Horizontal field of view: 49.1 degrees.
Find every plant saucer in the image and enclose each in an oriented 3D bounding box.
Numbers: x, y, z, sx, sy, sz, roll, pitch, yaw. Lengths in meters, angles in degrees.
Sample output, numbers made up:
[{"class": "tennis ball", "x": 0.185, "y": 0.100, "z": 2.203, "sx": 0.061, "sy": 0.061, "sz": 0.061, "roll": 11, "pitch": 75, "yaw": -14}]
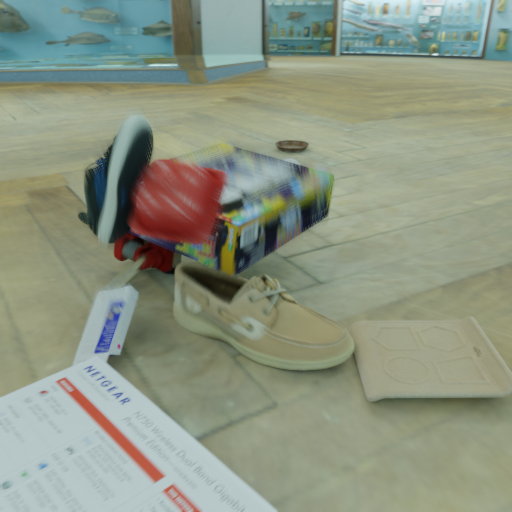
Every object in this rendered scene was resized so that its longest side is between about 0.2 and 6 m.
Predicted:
[{"class": "plant saucer", "x": 1.152, "y": -3.510, "z": 18.026, "sx": 1.090, "sy": 0.199, "sz": 1.090, "roll": -1, "pitch": 25, "yaw": 0}]

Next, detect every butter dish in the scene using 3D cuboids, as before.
[{"class": "butter dish", "x": -1.157, "y": -0.894, "z": 7.733, "sx": 1.214, "sy": 0.898, "sz": 1.211, "roll": 11, "pitch": 70, "yaw": 14}]

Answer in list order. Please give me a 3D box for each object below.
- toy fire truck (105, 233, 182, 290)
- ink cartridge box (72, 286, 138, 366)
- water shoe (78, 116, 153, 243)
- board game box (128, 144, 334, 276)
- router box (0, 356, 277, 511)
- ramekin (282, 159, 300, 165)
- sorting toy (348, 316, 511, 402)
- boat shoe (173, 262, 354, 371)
[{"class": "toy fire truck", "x": -2.130, "y": 0.054, "z": 9.758, "sx": 1.189, "sy": 0.869, "sz": 1.351, "roll": 23, "pitch": 24, "yaw": 30}, {"class": "ink cartridge box", "x": -2.072, "y": 1.029, "z": 7.698, "sx": 0.613, "sy": 0.240, "sz": 1.295, "roll": -11, "pitch": 47, "yaw": 26}, {"class": "water shoe", "x": -2.079, "y": -1.107, "z": 7.860, "sx": 0.807, "sy": 2.046, "sz": 0.732, "roll": 32, "pitch": 33, "yaw": 13}, {"class": "board game box", "x": -0.531, "y": -0.982, "z": 9.792, "sx": 2.640, "sy": 0.905, "sz": 3.193, "roll": 20, "pitch": 30, "yaw": 28}, {"class": "router box", "x": -1.767, "y": 2.442, "z": 4.487, "sx": 3.070, "sy": 0.836, "sz": 3.421, "roll": -21, "pitch": 32, "yaw": -38}, {"class": "ramekin", "x": 0.836, "y": -2.088, "z": 14.386, "sx": 0.755, "sy": 0.755, "sz": 0.352, "roll": -5, "pitch": 38, "yaw": -11}, {"class": "sorting toy", "x": 2.243, "y": 1.379, "z": 7.472, "sx": 1.805, "sy": 0.329, "sz": 1.671, "roll": -4, "pitch": 25, "yaw": 1}, {"class": "boat shoe", "x": -0.016, "y": 0.789, "z": 7.907, "sx": 2.879, "sy": 0.929, "sz": 1.026, "roll": 13, "pitch": 29, "yaw": 26}]
